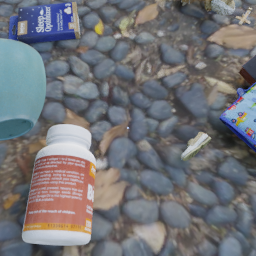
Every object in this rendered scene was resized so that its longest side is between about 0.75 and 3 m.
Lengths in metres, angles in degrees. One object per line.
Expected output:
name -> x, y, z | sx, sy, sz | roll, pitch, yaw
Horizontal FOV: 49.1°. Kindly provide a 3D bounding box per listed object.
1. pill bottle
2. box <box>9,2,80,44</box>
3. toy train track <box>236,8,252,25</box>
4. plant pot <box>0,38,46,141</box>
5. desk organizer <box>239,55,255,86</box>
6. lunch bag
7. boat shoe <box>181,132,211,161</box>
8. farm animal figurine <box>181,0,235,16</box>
pill bottle -> -1.642, 1.423, 7.155 | 1.588, 1.588, 2.832 | 1, 63, 1
box -> -3.208, -3.946, 10.579 | 2.669, 0.432, 1.617 | -9, 63, -3
toy train track -> 4.611, -4.410, 10.952 | 0.595, 0.169, 1.038 | 31, 66, 15
plant pot -> -2.677, -0.584, 5.899 | 2.148, 2.148, 1.447 | -19, 73, -10
desk organizer -> 4.578, -1.392, 9.027 | 0.730, 0.783, 2.035 | -40, 79, 6
lunch bag -> 4.127, -0.283, 8.029 | 1.973, 1.233, 2.620 | -44, 65, 2
boat shoe -> 1.940, 0.541, 8.302 | 1.146, 0.428, 0.392 | -33, 62, -24
farm animal figurine -> 2.740, -5.603, 10.917 | 2.945, 1.553, 2.978 | 19, 57, -4
